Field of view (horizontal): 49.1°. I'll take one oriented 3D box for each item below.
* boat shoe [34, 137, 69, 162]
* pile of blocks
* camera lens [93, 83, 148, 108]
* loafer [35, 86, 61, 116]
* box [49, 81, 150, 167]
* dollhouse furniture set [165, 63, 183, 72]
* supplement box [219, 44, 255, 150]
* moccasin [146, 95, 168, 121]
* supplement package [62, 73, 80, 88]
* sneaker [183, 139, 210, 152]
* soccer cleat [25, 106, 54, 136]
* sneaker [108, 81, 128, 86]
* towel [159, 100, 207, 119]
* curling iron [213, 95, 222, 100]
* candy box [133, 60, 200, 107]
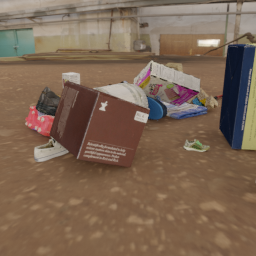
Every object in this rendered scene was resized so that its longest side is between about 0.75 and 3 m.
[{"bbox_3d":[-2.082,0.476,7.916,0.484,0.558,1.309,15,24,39],"label":"boat shoe"},{"bbox_3d":[3.466,-1.250,13.222,0.739,0.976,2.378,39,15,-25],"label":"pile of blocks"},{"bbox_3d":[-0.471,-0.677,9.694,1.616,1.616,2.020,15,24,39],"label":"camera lens"},{"bbox_3d":[-1.984,-0.732,10.135,2.501,0.904,0.910,15,5,-33],"label":"loafer"},{"bbox_3d":[-0.815,-0.140,7.367,1.633,1.617,1.969,16,6,-37],"label":"box"},{"bbox_3d":[2.182,-2.512,16.394,2.449,1.627,2.147,-39,37,-28],"label":"dollhouse furniture set"},{"bbox_3d":[4.600,-0.997,8.488,2.973,2.976,1.998,2,18,6],"label":"supplement box"},{"bbox_3d":[0.910,-0.989,11.673,0.841,0.992,2.466,-7,21,-30],"label":"moccasin"},{"bbox_3d":[-3.099,-2.353,15.338,0.719,1.264,0.692,16,24,39],"label":"supplement package"},{"bbox_3d":[2.022,0.487,8.227,0.774,0.343,0.297,3,19,9],"label":"sneaker"},{"bbox_3d":[-2.960,-0.212,9.933,0.928,0.810,2.428,19,2,-34],"label":"soccer cleat"},{"bbox_3d":[-0.025,-1.711,13.461,2.450,1.092,0.962,7,11,22],"label":"sneaker"},{"bbox_3d":[2.074,-0.910,12.533,1.807,0.293,2.461,-12,22,-29],"label":"towel"},{"bbox_3d":[4.741,-1.586,14.707,1.646,0.210,0.408,-12,22,-33],"label":"curling iron"},{"bbox_3d":[1.553,-1.736,11.431,2.298,0.701,1.567,16,-24,-19],"label":"candy box"}]
